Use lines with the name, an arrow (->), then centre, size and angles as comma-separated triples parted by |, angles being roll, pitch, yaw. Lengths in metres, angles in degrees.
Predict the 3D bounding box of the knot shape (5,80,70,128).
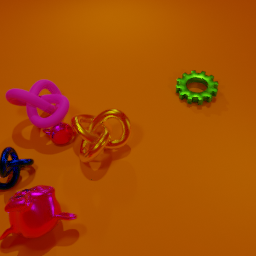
knot shape -> -2.476, -0.802, 8.302 | 1.839, 0.850, 1.721 | 25, 28, 6

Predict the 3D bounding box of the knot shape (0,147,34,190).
knot shape -> -2.952, 0.998, 7.211 | 0.544, 1.177, 1.101 | 38, 28, 22

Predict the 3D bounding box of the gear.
gear -> 2.320, -1.383, 9.458 | 1.384, 0.256, 1.384 | -3, 53, 4

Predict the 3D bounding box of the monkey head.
monkey head -> -2.116, 1.907, 6.119 | 1.861, 1.339, 1.122 | -16, 88, 1

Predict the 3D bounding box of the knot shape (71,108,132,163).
knot shape -> -0.855, 0.233, 7.746 | 1.730, 0.799, 1.619 | 9, 57, 19

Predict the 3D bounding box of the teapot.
teapot -> -1.908, 0.116, 8.102 | 1.110, 0.690, 0.543 | 3, 28, -30
